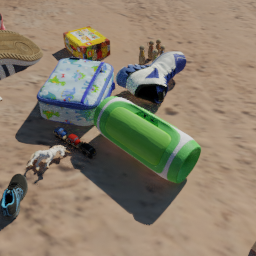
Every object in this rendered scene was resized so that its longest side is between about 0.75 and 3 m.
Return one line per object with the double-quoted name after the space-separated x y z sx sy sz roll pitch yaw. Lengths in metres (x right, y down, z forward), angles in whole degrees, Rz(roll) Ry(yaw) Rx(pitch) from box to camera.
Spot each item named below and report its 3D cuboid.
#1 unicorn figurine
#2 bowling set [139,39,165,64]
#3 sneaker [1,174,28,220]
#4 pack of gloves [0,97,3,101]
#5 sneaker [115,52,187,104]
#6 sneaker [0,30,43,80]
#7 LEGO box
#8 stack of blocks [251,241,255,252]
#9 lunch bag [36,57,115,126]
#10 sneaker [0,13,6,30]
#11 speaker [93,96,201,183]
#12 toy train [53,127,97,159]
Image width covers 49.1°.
-2.098 0.745 7.313 1.088 0.402 0.747 3 40 5 "unicorn figurine"
1.184 -2.995 11.066 1.023 0.789 1.470 27 50 26 "bowling set"
-2.616 1.483 6.464 0.436 0.488 1.190 -5 42 -5 "sneaker"
-5.338 -1.169 9.431 1.490 0.350 1.774 -32 52 -28 "pack of gloves"
1.040 -1.564 9.483 2.604 1.052 1.504 -23 56 -23 "sneaker"
-2.727 -1.053 5.378 0.856 1.325 2.442 43 30 0 "sneaker"
-1.728 -3.524 11.718 1.296 0.672 1.741 -25 48 -24 "LEGO box"
3.302 2.234 5.705 1.400 0.410 0.806 -29 50 -27 "stack of blocks"
-1.550 -1.252 9.040 2.032 1.042 2.528 11 45 8 "lunch bag"
-3.321 -2.556 7.150 0.368 1.000 0.434 31 42 0 "sneaker"
0.412 0.211 7.297 2.836 1.254 1.254 33 52 30 "speaker"
-1.505 0.366 7.756 1.590 0.364 0.271 27 49 26 "toy train"
